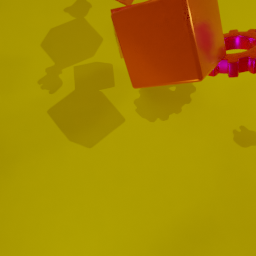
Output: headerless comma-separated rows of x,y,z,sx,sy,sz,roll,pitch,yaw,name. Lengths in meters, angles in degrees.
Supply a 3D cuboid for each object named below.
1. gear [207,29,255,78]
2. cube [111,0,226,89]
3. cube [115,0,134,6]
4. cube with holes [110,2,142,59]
2.321,-1.686,6.162,1.777,0.329,1.777,-11,35,8,gear
0.727,-1.519,4.642,1.279,1.279,1.279,-42,122,-44,cube
-0.272,-3.582,6.078,1.152,1.152,1.152,47,116,14,cube
0.097,-2.237,6.460,0.785,0.785,0.785,-13,66,-1,cube with holes
